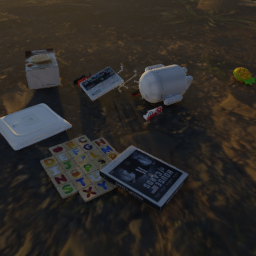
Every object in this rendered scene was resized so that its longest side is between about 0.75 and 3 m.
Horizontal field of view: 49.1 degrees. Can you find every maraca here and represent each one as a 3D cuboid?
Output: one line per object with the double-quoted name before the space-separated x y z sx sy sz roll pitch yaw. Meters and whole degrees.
"maraca" 5.918 -2.631 14.249 0.817 0.638 1.192 -28 61 -20

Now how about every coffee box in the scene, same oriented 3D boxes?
"coffee box" -4.463 -3.125 14.512 1.552 1.082 2.714 -11 36 -15

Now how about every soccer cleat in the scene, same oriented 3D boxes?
"soccer cleat" 0.968 -0.600 10.833 0.860 0.295 0.366 -40 54 -19

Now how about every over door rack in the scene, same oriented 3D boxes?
"over door rack" -0.322 -2.392 13.893 1.031 0.465 1.396 25 63 33

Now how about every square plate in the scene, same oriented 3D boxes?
"square plate" -3.771 -0.215 10.949 2.306 0.331 2.328 -26 42 -33

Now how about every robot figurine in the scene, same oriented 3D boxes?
"robot figurine" 1.584 -1.963 12.492 2.571 1.452 2.180 -15 59 -20

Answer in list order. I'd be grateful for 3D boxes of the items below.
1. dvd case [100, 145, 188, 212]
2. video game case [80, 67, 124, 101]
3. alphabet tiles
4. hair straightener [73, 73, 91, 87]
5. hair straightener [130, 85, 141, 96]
"dvd case" 0.486 1.431 8.501 2.186 0.270 1.643 25 40 29
"video game case" -1.196 -2.005 12.510 1.619 0.189 1.472 -32 46 -8
"alphabet tiles" -1.389 1.171 9.118 2.373 0.090 2.852 -21 39 -27
"hair straightener" -2.396 -2.570 14.377 0.610 0.324 1.584 13 36 18
"hair straightener" 0.914 -2.071 13.306 1.853 0.713 0.379 -19 38 -25
